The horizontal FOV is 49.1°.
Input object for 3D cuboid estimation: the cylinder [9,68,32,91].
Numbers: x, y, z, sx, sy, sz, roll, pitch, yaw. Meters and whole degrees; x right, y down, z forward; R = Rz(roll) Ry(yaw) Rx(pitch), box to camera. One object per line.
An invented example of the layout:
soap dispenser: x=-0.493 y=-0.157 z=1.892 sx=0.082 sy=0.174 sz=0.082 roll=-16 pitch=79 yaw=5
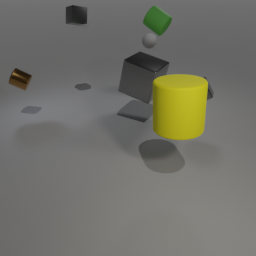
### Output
cylinder: x=-4.369 y=-1.973 z=11.394 sx=0.700 sy=0.700 sz=0.700 roll=24 pitch=24 yaw=-15

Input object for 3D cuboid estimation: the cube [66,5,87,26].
cube: x=-2.213 y=-4.818 z=12.028 sx=0.700 sy=0.700 sz=0.700 roll=-6 pitch=17 yaw=-35

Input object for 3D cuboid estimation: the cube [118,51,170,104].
cube: x=0.633 y=-2.050 z=11.231 sx=1.400 sy=1.400 sz=1.400 roll=25 pitch=36 yaw=17

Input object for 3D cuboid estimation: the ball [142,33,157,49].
ball: x=1.009 y=-4.088 z=13.162 sx=0.700 sy=0.700 sz=0.700 roll=0 pitch=29 yaw=0

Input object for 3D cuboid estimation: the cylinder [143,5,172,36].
cylinder: x=0.974 y=-3.537 z=9.235 sx=0.700 sy=0.700 sz=0.700 roll=39 pitch=38 yaw=7

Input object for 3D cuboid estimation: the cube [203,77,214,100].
cube: x=2.629 y=-1.342 z=10.183 sx=0.700 sy=0.700 sz=0.700 roll=-26 pitch=12 yaw=27

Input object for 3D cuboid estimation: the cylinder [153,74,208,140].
cylinder: x=1.364 y=-0.590 z=7.498 sx=1.400 sy=1.400 sz=1.400 roll=-2 pitch=25 yaw=1
